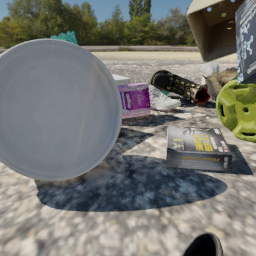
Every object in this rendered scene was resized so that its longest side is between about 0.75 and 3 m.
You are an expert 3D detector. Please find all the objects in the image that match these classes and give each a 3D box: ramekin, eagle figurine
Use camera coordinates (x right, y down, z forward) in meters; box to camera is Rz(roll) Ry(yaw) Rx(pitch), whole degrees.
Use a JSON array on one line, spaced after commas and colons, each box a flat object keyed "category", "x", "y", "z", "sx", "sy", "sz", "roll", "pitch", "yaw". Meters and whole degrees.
[{"category": "ramekin", "x": -1.707, "y": -0.374, "z": 6.283, "sx": 2.952, "sy": 2.952, "sz": 1.375, "roll": -9, "pitch": 7, "yaw": -24}, {"category": "eagle figurine", "x": 4.304, "y": -1.867, "z": 12.564, "sx": 1.866, "sy": 1.876, "sz": 2.472, "roll": 17, "pitch": 10, "yaw": -15}]

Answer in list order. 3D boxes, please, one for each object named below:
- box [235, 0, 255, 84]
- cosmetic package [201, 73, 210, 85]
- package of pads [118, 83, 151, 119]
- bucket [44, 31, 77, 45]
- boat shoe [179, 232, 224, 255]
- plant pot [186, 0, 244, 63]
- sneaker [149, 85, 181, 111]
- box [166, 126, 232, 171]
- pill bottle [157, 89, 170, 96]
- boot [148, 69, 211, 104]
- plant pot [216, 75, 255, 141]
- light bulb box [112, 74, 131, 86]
[{"category": "box", "x": 2.843, "y": -1.841, "z": 5.648, "sx": 0.907, "sy": 1.694, "sz": 1.257, "roll": -1, "pitch": -5, "yaw": 2}, {"category": "cosmetic package", "x": 4.632, "y": -2.713, "z": 16.163, "sx": 0.562, "sy": 0.795, "sz": 1.536, "roll": 2, "pitch": 18, "yaw": 7}, {"category": "package of pads", "x": -0.164, "y": -0.958, "z": 10.289, "sx": 2.018, "sy": 1.216, "sz": 0.764, "roll": -10, "pitch": 6, "yaw": -26}, {"category": "bucket", "x": -2.508, "y": -2.935, "z": 10.444, "sx": 1.487, "sy": 0.968, "sz": 1.487, "roll": -16, "pitch": 17, "yaw": 5}, {"category": "boat shoe", "x": 0.465, "y": 1.875, "z": 2.864, "sx": 0.742, "sy": 0.633, "sz": 2.220, "roll": 12, "pitch": 22, "yaw": 31}, {"category": "plant pot", "x": 2.701, "y": -3.171, "z": 7.970, "sx": 1.679, "sy": 1.677, "sz": 1.487, "roll": -15, "pitch": 44, "yaw": 25}, {"category": "sneaker", "x": 1.187, "y": -1.229, "z": 11.496, "sx": 1.970, "sy": 0.981, "sz": 0.738, "roll": 8, "pitch": 19, "yaw": 17}, {"category": "box", "x": 1.758, "y": 0.457, "z": 7.316, "sx": 1.495, "sy": 0.456, "sz": 1.888, "roll": 3, "pitch": 19, "yaw": 8}, {"category": "pill bottle", "x": 1.602, "y": -1.828, "z": 13.681, "sx": 0.701, "sy": 0.701, "sz": 1.265, "roll": 17, "pitch": 25, "yaw": 41}, {"category": "boot", "x": 2.348, "y": -1.819, "z": 12.531, "sx": 2.581, "sy": 0.945, "sz": 1.944, "roll": 7, "pitch": 20, "yaw": -45}, {"category": "plant pot", "x": 4.232, "y": -0.945, "z": 8.600, "sx": 2.642, "sy": 2.873, "sz": 2.873, "roll": -29, "pitch": 32, "yaw": -33}, {"category": "light bulb box", "x": -0.964, "y": -1.889, "z": 13.299, "sx": 1.668, "sy": 1.050, "sz": 1.683, "roll": -10, "pitch": 20, "yaw": -25}]
